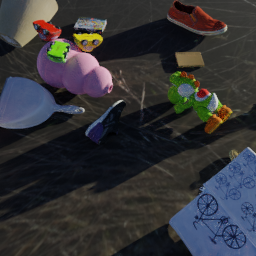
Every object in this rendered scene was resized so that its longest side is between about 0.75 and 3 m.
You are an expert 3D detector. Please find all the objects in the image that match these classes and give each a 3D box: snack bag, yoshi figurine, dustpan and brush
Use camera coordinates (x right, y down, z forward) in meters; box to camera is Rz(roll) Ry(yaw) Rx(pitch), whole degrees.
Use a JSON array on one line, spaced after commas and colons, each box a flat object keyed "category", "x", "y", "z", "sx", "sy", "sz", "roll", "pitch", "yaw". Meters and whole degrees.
[{"category": "snack bag", "x": 2.668, "y": 2.354, "z": 6.516, "sx": 2.951, "sy": 0.316, "sz": 2.782, "roll": -43, "pitch": 55, "yaw": 10}, {"category": "yoshi figurine", "x": 2.284, "y": -0.892, "z": 9.748, "sx": 1.331, "sy": 1.336, "sz": 2.376, "roll": -46, "pitch": 74, "yaw": 14}, {"category": "dustpan and brush", "x": -2.980, "y": -0.797, "z": 9.783, "sx": 2.835, "sy": 0.811, "sz": 1.978, "roll": 2, "pitch": 64, "yaw": 9}]

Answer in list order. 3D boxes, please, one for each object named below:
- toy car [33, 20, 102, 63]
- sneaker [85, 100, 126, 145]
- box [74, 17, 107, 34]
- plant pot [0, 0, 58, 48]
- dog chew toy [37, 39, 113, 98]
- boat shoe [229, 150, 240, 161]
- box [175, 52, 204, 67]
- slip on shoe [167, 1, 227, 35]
[{"category": "toy car", "x": -2.239, "y": -2.795, "z": 9.538, "sx": 2.504, "sy": 0.558, "sz": 2.356, "roll": 12, "pitch": 40, "yaw": -6}, {"category": "sneaker", "x": -0.531, "y": -0.140, "z": 9.334, "sx": 0.793, "sy": 0.686, "sz": 1.812, "roll": 39, "pitch": 65, "yaw": 12}, {"category": "box", "x": -1.764, "y": -4.849, "z": 13.227, "sx": 1.348, "sy": 0.254, "sz": 0.921, "roll": 8, "pitch": 52, "yaw": 6}, {"category": "plant pot", "x": -4.558, "y": -4.765, "z": 12.072, "sx": 2.217, "sy": 2.217, "sz": 2.367, "roll": 21, "pitch": 80, "yaw": 16}, {"category": "dog chew toy", "x": -1.829, "y": -2.029, "z": 10.103, "sx": 2.830, "sy": 1.762, "sz": 1.762, "roll": 27, "pitch": 56, "yaw": 12}, {"category": "boat shoe", "x": 3.490, "y": 1.063, "z": 8.454, "sx": 0.408, "sy": 0.352, "sz": 1.117, "roll": -14, "pitch": 53, "yaw": -11}, {"category": "box", "x": 2.571, "y": -2.869, "z": 11.740, "sx": 1.082, "sy": 0.115, "sz": 0.885, "roll": -2, "pitch": 52, "yaw": -2}, {"category": "slip on shoe", "x": 3.192, "y": -5.116, "z": 13.037, "sx": 2.956, "sy": 0.904, "sz": 1.095, "roll": 30, "pitch": 56, "yaw": 20}]
